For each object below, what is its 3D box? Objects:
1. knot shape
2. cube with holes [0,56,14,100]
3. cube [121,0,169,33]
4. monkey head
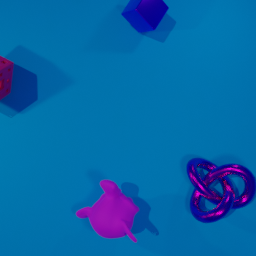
[{"bbox_3d":[2.240,1.656,7.261,1.834,0.848,1.716,22,66,23],"label":"knot shape"},{"bbox_3d":[-3.964,-1.382,7.640,1.073,1.073,1.073,27,38,1],"label":"cube with holes"},{"bbox_3d":[0.492,-3.411,8.168,0.842,0.842,0.842,36,81,-32],"label":"cube"},{"bbox_3d":[-0.478,2.085,7.094,1.932,1.390,1.164,10,49,34],"label":"monkey head"}]
